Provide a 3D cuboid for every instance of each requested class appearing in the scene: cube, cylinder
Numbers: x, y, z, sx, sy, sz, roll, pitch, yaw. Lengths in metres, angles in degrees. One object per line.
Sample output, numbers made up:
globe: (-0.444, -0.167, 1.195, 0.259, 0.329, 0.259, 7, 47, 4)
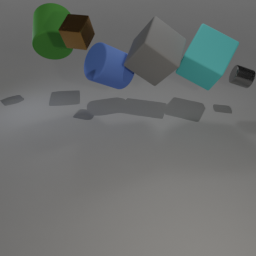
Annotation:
cube: (-1.487, -2.815, 8.226, 0.700, 0.700, 0.700, 12, 63, 17)
cylinder: (4.272, -1.927, 10.508, 0.700, 0.700, 0.700, 18, 31, -3)
cube: (0.928, -2.594, 9.621, 1.400, 1.400, 1.400, 30, 57, -18)
cube: (2.706, -2.420, 9.759, 1.400, 1.400, 1.400, 29, 77, 4)
cylinder: (-2.686, -3.443, 10.055, 1.400, 1.400, 1.400, -4, 62, -7)
cylinder: (-0.686, -2.275, 10.414, 1.400, 1.400, 1.400, 11, 17, -42)
